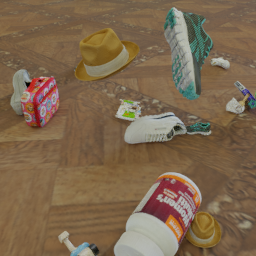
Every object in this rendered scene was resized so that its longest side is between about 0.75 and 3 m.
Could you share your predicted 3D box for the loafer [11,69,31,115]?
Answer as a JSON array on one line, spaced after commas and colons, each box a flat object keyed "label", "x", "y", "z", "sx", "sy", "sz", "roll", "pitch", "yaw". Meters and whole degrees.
[{"label": "loafer", "x": -4.483, "y": -1.701, "z": 12.385, "sx": 1.014, "sy": 1.016, "sz": 2.907, "roll": -19, "pitch": 47, "yaw": 0}]

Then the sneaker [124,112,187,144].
[{"label": "sneaker", "x": 0.996, "y": 0.106, "z": 10.139, "sx": 2.358, "sy": 0.901, "sz": 0.949, "roll": -19, "pitch": 47, "yaw": -22}]

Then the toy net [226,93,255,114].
[{"label": "toy net", "x": 5.079, "y": -0.956, "z": 11.781, "sx": 1.996, "sy": 1.047, "sz": 0.385, "roll": -16, "pitch": 4, "yaw": 2}]

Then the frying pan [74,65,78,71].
[{"label": "frying pan", "x": -2.252, "y": -3.106, "z": 15.009, "sx": 1.116, "sy": 0.300, "sz": 1.845, "roll": -13, "pitch": 35, "yaw": -17}]

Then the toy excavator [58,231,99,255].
[{"label": "toy excavator", "x": -1.146, "y": 2.944, "z": 6.519, "sx": 0.565, "sy": 1.132, "sz": 1.101, "roll": -32, "pitch": 91, "yaw": -37}]

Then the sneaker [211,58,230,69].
[{"label": "sneaker", "x": 5.030, "y": -3.535, "z": 15.456, "sx": 0.722, "sy": 0.460, "sz": 1.249, "roll": -8, "pitch": 27, "yaw": -8}]

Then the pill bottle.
[{"label": "pill bottle", "x": 0.767, "y": 2.269, "z": 6.762, "sx": 1.308, "sy": 1.308, "sz": 2.387, "roll": 20, "pitch": 40, "yaw": 25}]

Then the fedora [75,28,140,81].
[{"label": "fedora", "x": -0.763, "y": -2.255, "z": 8.135, "sx": 2.233, "sy": 0.911, "sz": 2.233, "roll": -17, "pitch": 38, "yaw": 13}]

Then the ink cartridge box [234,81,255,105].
[{"label": "ink cartridge box", "x": 5.153, "y": -1.416, "z": 12.054, "sx": 0.242, "sy": 1.107, "sz": 1.117, "roll": -42, "pitch": 25, "yaw": 17}]

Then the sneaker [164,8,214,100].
[{"label": "sneaker", "x": 1.979, "y": -2.261, "z": 8.314, "sx": 1.328, "sy": 1.129, "sz": 2.911, "roll": -4, "pitch": 78, "yaw": -13}]

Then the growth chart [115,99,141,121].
[{"label": "growth chart", "x": 0.048, "y": -0.760, "z": 11.906, "sx": 1.075, "sy": 0.132, "sz": 1.486, "roll": 6, "pitch": 37, "yaw": 7}]

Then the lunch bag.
[{"label": "lunch bag", "x": -3.457, "y": -1.175, "z": 11.093, "sx": 0.806, "sy": 1.733, "sz": 1.968, "roll": 7, "pitch": 37, "yaw": 9}]

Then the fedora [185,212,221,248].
[{"label": "fedora", "x": 1.917, "y": 2.507, "z": 7.183, "sx": 1.063, "sy": 0.434, "sz": 1.063, "roll": 0, "pitch": 37, "yaw": 0}]

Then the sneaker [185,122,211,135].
[{"label": "sneaker", "x": 2.619, "y": -0.040, "z": 10.604, "sx": 1.077, "sy": 0.491, "sz": 0.418, "roll": 2, "pitch": 36, "yaw": 4}]
